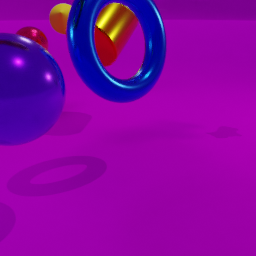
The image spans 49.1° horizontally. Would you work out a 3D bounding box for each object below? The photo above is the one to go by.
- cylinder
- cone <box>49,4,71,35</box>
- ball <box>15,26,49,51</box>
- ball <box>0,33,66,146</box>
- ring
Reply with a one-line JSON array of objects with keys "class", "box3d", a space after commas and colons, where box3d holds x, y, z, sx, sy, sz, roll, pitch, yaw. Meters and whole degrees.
[{"class": "cylinder", "box3d": [-0.627, -2.524, 7.089, 1.399, 1.399, 1.399, 13, 60, 27]}, {"class": "cone", "box3d": [-2.011, -3.457, 8.645, 0.955, 0.955, 0.958, -3, 10, -7]}, {"class": "ball", "box3d": [-2.928, -2.538, 8.470, 1.017, 1.017, 1.017, 0, 23, 0]}, {"class": "ball", "box3d": [-1.386, -0.435, 3.278, 1.292, 1.292, 1.292, 0, 23, 0]}, {"class": "ring", "box3d": [-0.089, -1.378, 4.485, 1.957, 1.957, 0.391, -20, 18, -39]}]
